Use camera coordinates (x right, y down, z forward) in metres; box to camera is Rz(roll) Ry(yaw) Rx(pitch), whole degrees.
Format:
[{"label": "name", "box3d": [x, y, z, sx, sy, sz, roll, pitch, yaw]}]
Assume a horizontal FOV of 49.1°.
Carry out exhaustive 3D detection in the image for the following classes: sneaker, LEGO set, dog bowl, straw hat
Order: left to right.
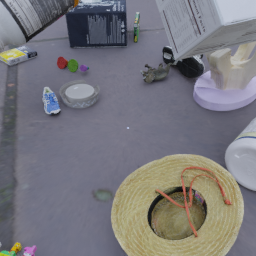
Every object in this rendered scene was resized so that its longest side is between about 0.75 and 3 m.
[{"label": "LEGO set", "box3d": [-1.848, 2.029, 4.587, 0.947, 0.361, 0.388, 6, 35, 18]}, {"label": "sneaker", "box3d": [-2.260, -0.771, 8.092, 0.432, 0.440, 1.142, -17, 42, -23]}, {"label": "dog bowl", "box3d": [-1.446, -1.016, 8.476, 1.200, 0.352, 1.200, 0, 37, 0]}, {"label": "straw hat", "box3d": [0.848, 1.520, 4.735, 2.140, 0.905, 2.140, -7, 45, 7]}, {"label": "sneaker", "box3d": [2.298, -2.519, 9.914, 1.318, 0.864, 2.290, -16, 35, -17]}]

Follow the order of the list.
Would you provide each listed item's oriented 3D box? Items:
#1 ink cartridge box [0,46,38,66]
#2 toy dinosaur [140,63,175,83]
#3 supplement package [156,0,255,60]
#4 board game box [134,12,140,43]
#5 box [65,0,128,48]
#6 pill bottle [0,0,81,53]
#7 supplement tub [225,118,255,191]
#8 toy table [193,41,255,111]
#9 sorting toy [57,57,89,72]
[{"label": "ink cartridge box", "box3d": [-4.401, -2.898, 10.965, 1.240, 0.291, 1.225, 31, 47, 31]}, {"label": "toy dinosaur", "box3d": [0.983, -1.856, 9.534, 1.452, 0.559, 0.743, -9, 50, -21]}, {"label": "supplement package", "box3d": [2.165, -2.945, 5.554, 2.906, 2.263, 1.611, -18, -1, -21]}, {"label": "board game box", "box3d": [0.403, -4.565, 12.628, 0.192, 0.860, 1.641, 4, 37, 3]}, {"label": "box", "box3d": [-1.265, -4.649, 12.217, 2.435, 1.535, 2.477, -3, 38, 0]}, {"label": "pill bottle", "box3d": [-2.702, -3.157, 7.022, 2.875, 1.673, 1.673, -43, 51, -14]}, {"label": "supplement tub", "box3d": [2.953, 0.416, 5.931, 1.207, 1.207, 1.665, 29, 46, 32]}, {"label": "toy table", "box3d": [3.160, -1.865, 8.522, 2.602, 1.657, 2.830, 20, 43, 24]}, {"label": "sorting toy", "box3d": [-1.942, -2.275, 10.155, 1.320, 0.458, 0.455, 19, 18, 25]}]
